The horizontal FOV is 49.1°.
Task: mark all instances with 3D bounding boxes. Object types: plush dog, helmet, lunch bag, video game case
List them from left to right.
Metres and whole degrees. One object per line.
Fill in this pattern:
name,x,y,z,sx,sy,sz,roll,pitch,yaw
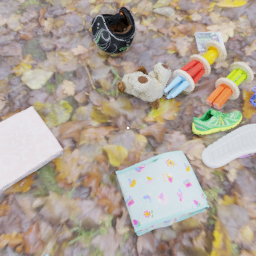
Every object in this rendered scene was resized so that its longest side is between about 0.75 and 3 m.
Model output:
helmet,-0.654,-4.052,11.770,1.867,1.780,1.867,3,84,-25
plush dog,0.529,-1.673,10.918,1.681,1.570,1.957,26,46,32
lunch bag,1.059,1.965,8.738,2.380,1.451,2.028,-19,63,-4
video game case,3.674,-3.889,12.606,1.191,0.139,1.083,-2,61,-1

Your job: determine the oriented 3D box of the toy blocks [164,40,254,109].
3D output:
toy blocks,3.037,-1.712,10.850,2.913,1.058,2.428,-43,79,-15

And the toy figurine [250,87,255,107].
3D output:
toy figurine,5.456,-1.323,10.694,2.274,1.199,1.362,-37,63,-18

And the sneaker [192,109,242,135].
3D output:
sneaker,3.266,-0.323,10.192,1.948,0.721,0.814,-16,104,-10

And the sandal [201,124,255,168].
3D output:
sandal,3.957,0.646,9.909,2.872,0.706,1.169,-20,49,3

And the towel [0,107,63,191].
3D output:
towel,-3.944,0.640,9.936,2.542,0.410,2.428,-32,66,-23

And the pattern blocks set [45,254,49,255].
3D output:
pattern blocks set,-2.614,4.326,8.224,1.081,0.088,0.950,-34,67,-17
